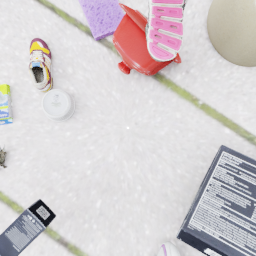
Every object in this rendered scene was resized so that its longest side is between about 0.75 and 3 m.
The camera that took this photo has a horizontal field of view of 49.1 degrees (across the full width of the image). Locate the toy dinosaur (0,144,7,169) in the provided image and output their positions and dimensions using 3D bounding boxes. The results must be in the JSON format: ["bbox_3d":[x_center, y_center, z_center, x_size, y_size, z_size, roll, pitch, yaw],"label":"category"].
[{"bbox_3d":[-3.908,0.992,8.221,1.065,0.410,0.544,-32,70,3],"label":"toy dinosaur"}]

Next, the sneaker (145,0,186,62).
[{"bbox_3d":[0.846,-2.663,6.272,0.958,1.136,2.596,6,87,-1],"label":"sneaker"}]

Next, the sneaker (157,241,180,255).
[{"bbox_3d":[1.630,4.456,7.566,1.455,1.093,2.921,-13,82,-21],"label":"sneaker"}]

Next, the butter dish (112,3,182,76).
[{"bbox_3d":[0.331,-2.194,7.974,2.129,2.123,1.574,45,110,1],"label":"butter dish"}]

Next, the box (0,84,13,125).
[{"bbox_3d":[-3.909,-0.690,8.430,0.730,0.285,1.197,-8,82,0],"label":"box"}]

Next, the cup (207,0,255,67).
[{"bbox_3d":[3.765,-3.203,7.684,2.740,1.960,2.740,0,93,3],"label":"cup"}]

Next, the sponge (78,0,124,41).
[{"bbox_3d":[-0.885,-3.862,8.812,1.151,0.308,2.063,-23,84,-3],"label":"sponge"}]

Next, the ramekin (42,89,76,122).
[{"bbox_3d":[-2.085,-0.688,8.310,0.983,0.516,0.983,0,83,0],"label":"ramekin"}]

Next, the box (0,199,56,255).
[{"bbox_3d":[-2.244,2.222,6.112,1.129,0.835,0.589,-44,90,0],"label":"box"}]

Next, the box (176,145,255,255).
[{"bbox_3d":[2.835,2.143,6.872,2.432,1.499,2.412,27,66,18],"label":"box"}]

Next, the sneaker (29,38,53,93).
[{"bbox_3d":[-2.620,-1.958,8.328,0.653,0.785,1.742,-13,83,-2],"label":"sneaker"}]
